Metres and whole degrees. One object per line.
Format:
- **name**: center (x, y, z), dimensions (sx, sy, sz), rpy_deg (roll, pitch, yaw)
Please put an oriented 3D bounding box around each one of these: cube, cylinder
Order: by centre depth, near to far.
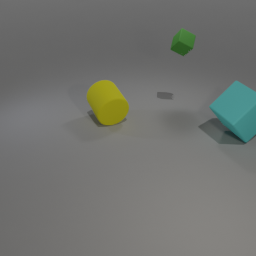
- **cube**: center (4.200, -0.607, 10.395), dimensions (1.400, 1.400, 1.400), rpy_deg (-45, 40, 8)
- **cube**: center (2.294, -3.563, 11.685), dimensions (0.700, 0.700, 0.700), rpy_deg (22, 68, -16)
- **cylinder**: center (-0.864, -1.065, 11.778), dimensions (1.400, 1.400, 1.400), rpy_deg (-14, 46, -22)
